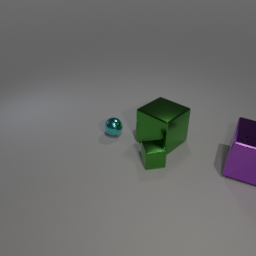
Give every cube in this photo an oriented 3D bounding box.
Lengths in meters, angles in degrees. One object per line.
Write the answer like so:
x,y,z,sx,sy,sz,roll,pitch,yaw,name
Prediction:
3.887,0.742,8.653,1.400,1.400,1.400,17,41,18,cube
0.844,0.881,9.365,0.700,0.700,0.700,-6,33,-9,cube
1.261,-0.105,10.246,1.400,1.400,1.400,27,41,35,cube

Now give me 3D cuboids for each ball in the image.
-0.550,-0.060,10.697,0.700,0.700,0.700,0,33,0,ball
